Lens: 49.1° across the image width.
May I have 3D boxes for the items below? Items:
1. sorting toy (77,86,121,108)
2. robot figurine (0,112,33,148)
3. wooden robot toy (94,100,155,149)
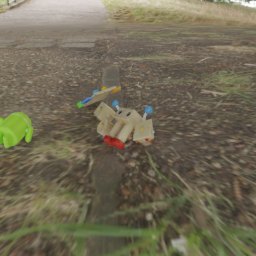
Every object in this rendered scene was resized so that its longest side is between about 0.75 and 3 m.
[{"bbox_3d":[-0.891,-1.014,8.505,1.599,0.218,0.901,-28,-3,-43],"label":"sorting toy"},{"bbox_3d":[-2.484,0.016,6.101,0.810,0.534,0.923,15,40,8],"label":"robot figurine"},{"bbox_3d":[0.062,0.087,6.167,1.015,0.986,2.238,36,-11,-35],"label":"wooden robot toy"}]
